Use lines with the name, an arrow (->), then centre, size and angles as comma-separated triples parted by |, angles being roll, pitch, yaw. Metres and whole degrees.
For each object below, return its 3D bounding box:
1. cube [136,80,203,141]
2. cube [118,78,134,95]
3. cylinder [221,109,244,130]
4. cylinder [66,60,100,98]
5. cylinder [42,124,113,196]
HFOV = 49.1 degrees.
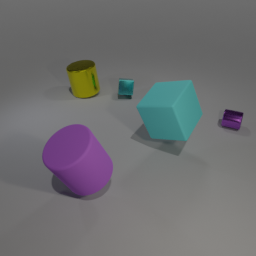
cube -> 1.389, -0.575, 9.163 | 1.400, 1.400, 1.400 | 3, 42, 41
cube -> -0.104, -1.991, 13.456 | 0.700, 0.700, 0.700 | 4, 17, -5
cylinder -> 4.115, -0.341, 11.035 | 0.700, 0.700, 0.700 | 14, 34, 22
cylinder -> -2.159, -2.399, 13.635 | 1.400, 1.400, 1.400 | -6, 35, 4
cylinder -> -1.288, 0.851, 7.407 | 1.400, 1.400, 1.400 | -14, 47, 15
